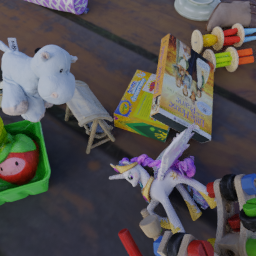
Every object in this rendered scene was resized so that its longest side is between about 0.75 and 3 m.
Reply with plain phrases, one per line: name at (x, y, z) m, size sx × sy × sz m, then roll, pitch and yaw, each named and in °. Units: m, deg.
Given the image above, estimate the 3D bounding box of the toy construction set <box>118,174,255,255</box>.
toy construction set at (1.507, 2.352, 4.950) m, size 2.830 × 2.360 × 2.174 m, roll -25°, pitch 95°, yaw 26°

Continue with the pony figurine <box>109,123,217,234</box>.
pony figurine at (0.910, 1.057, 6.099) m, size 2.043 × 1.762 × 2.116 m, roll -40°, pitch 79°, yaw -14°

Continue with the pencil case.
pencil case at (-2.796, -5.119, 10.457) m, size 2.750 × 1.154 × 1.175 m, roll 19°, pitch 74°, yaw 13°

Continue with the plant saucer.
plant saucer at (2.733, -4.826, 10.694) m, size 1.871 × 0.469 × 1.871 m, roll 0°, pitch 55°, yaw 0°

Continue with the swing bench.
swing bench at (-1.032, -0.342, 7.025) m, size 0.892 × 1.374 × 1.367 m, roll -26°, pitch 59°, yaw -18°

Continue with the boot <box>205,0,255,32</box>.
boot at (3.882, -3.820, 9.808) m, size 1.664 × 0.799 × 2.275 m, roll 28°, pitch 60°, yaw 17°

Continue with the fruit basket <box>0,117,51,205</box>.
fruit basket at (-2.984, 0.516, 5.780) m, size 2.641 × 2.641 × 1.905 m, roll -16°, pitch 57°, yaw -11°

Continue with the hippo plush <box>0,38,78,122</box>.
hippo plush at (-1.402, -0.925, 4.792) m, size 1.252 × 1.240 × 1.557 m, roll -9°, pitch 95°, yaw 24°

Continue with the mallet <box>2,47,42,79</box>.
mallet at (-3.203, -1.897, 8.814) m, size 1.552 × 0.511 × 0.319 m, roll -41°, pitch 63°, yaw -8°

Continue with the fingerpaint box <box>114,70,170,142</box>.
fingerpaint box at (0.608, -0.640, 7.672) m, size 1.458 × 0.641 × 1.748 m, roll 18°, pitch 56°, yaw 11°

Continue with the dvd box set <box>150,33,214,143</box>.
dvd box set at (1.509, -1.053, 7.355) m, size 1.812 × 0.364 × 2.477 m, roll 26°, pitch 60°, yaw -26°

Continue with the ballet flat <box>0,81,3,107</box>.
ballet flat at (-2.647, -1.141, 7.885) m, size 2.592 × 0.900 × 0.900 m, roll -12°, pitch 56°, yaw -8°

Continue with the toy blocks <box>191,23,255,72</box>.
toy blocks at (3.343, -2.579, 8.941) m, size 2.140 × 0.777 × 1.784 m, roll -11°, pitch 55°, yaw -8°
